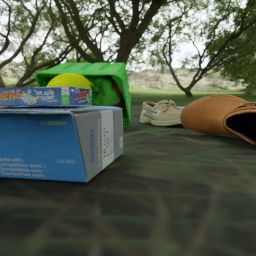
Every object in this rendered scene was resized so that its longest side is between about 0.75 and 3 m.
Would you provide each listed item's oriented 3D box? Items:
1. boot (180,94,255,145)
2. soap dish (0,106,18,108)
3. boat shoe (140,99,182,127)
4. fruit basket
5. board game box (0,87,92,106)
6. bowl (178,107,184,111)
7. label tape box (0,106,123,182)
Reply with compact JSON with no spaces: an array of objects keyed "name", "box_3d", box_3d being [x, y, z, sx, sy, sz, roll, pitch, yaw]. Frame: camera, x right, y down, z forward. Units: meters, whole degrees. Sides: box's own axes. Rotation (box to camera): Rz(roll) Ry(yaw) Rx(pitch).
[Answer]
[{"name":"boot","box_3d":[1.903,-0.089,5.165,2.380,0.913,1.848,11,14,27]},{"name":"soap dish","box_3d":[-4.052,-0.668,9.981,1.509,0.613,1.187,6,-16,46]},{"name":"boat shoe","box_3d":[1.119,-0.494,8.757,0.899,0.810,2.492,-2,6,-24]},{"name":"fruit basket","box_3d":[-1.300,-0.765,7.565,2.767,1.996,2.767,-6,40,5]},{"name":"board game box","box_3d":[-1.086,-0.364,3.292,1.164,0.201,0.788,0,6,8]},{"name":"bowl","box_3d":[2.692,-0.669,12.227,1.413,0.527,1.411,3,6,36]},{"name":"label tape box","box_3d":[-1.033,0.114,2.904,1.559,0.684,2.162,1,5,12]}]
